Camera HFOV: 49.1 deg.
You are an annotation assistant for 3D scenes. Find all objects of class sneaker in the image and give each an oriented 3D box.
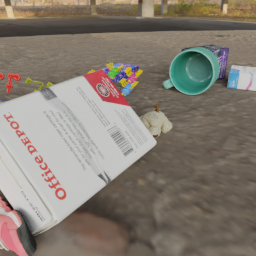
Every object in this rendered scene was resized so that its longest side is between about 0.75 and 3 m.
[{"bbox_3d":[-2.139,1.674,4.504,1.834,0.676,0.795,16,40,43],"label":"sneaker"}]

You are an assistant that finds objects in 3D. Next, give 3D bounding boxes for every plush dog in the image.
[{"bbox_3d":[0.571,-0.156,7.973,0.962,0.899,1.120,-15,6,40],"label":"plush dog"}]

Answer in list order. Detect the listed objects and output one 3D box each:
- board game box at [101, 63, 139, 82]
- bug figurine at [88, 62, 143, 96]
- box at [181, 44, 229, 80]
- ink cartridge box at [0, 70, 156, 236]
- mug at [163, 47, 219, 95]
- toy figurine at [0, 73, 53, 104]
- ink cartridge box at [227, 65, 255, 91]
[{"bbox_3d":[-0.433,-2.677,13.390,1.195,0.398,1.778,15,30,28],"label":"board game box"},{"bbox_3d":[-0.444,-2.009,11.635,2.284,0.588,1.771,20,46,26],"label":"bug figurine"},{"bbox_3d":[3.413,-2.888,12.644,1.973,1.460,1.029,-15,31,-26],"label":"box"},{"bbox_3d":[-1.085,0.286,5.367,2.038,1.182,2.824,54,43,4],"label":"ink cartridge box"},{"bbox_3d":[2.544,-2.334,11.187,2.117,1.740,1.309,14,27,27],"label":"mug"},{"bbox_3d":[-3.403,-0.723,8.173,2.944,1.553,1.764,6,1,-18],"label":"toy figurine"},{"bbox_3d":[5.198,-2.095,11.825,1.750,0.741,1.265,10,28,22],"label":"ink cartridge box"}]
